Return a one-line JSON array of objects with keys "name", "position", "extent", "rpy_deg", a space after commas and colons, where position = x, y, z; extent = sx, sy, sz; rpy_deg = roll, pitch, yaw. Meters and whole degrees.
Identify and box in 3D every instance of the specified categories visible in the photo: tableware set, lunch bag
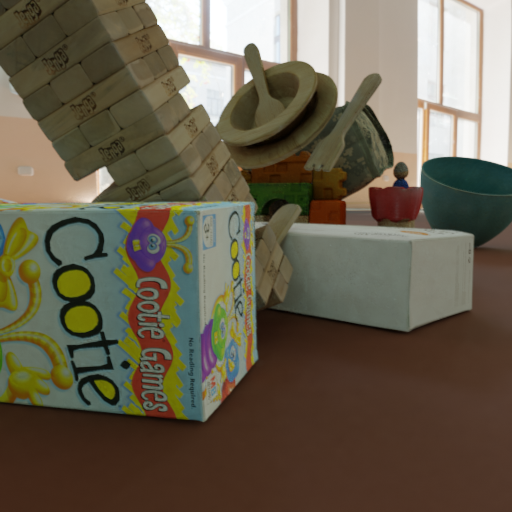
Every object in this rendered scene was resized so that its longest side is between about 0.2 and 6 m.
[{"name": "tableware set", "position": [-0.301, -0.896, 5.490], "extent": [2.013, 3.045, 0.610], "rpy_deg": [12, -28, 44]}, {"name": "lunch bag", "position": [0.999, -1.380, 8.163], "extent": [1.713, 1.228, 2.089], "rpy_deg": [-24, 3, 24]}]

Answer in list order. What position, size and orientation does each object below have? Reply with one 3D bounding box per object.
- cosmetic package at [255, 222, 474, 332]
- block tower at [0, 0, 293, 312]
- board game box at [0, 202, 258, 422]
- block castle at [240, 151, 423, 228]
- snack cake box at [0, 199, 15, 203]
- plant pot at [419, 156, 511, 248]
[{"name": "cosmetic package", "position": [0.409, 0.065, 5.611], "extent": [3.086, 0.781, 1.274], "rpy_deg": [5, 9, 41]}, {"name": "block tower", "position": [-0.760, -0.772, 3.755], "extent": [0.834, 2.885, 0.779], "rpy_deg": [-22, 21, 23]}, {"name": "board game box", "position": [-1.047, 0.202, 3.164], "extent": [1.929, 1.012, 0.994], "rpy_deg": [1, 7, 14]}, {"name": "block castle", "position": [0.580, -0.610, 8.005], "extent": [3.435, 1.611, 2.295], "rpy_deg": [2, 7, 17]}, {"name": "snack cake box", "position": [-4.373, -0.563, 9.087], "extent": [2.135, 0.717, 1.228], "rpy_deg": [15, 7, -11]}, {"name": "plant pot", "position": [4.279, -1.004, 11.377], "extent": [2.102, 1.416, 2.102], "rpy_deg": [3, 30, -2]}]
